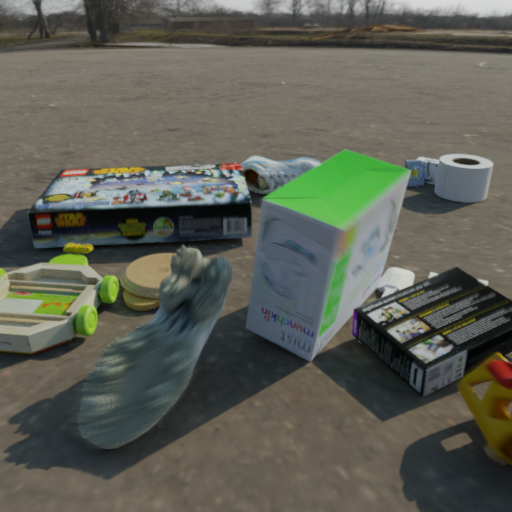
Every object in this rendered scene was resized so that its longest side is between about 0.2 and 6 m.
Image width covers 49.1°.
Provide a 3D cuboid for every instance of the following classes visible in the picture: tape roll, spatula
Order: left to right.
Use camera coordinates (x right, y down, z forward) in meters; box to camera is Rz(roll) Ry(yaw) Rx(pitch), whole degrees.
[{"bbox_3d":[2.700,0.901,9.196,1.803,0.208,2.593,13,33,23],"label":"spatula"},{"bbox_3d":[5.244,-1.978,14.203,1.304,0.895,1.304,0,26,0],"label":"tape roll"}]

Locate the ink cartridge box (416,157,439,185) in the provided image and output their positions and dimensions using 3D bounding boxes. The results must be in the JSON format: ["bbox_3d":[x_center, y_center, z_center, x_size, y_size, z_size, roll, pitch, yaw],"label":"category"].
[{"bbox_3d":[4.731,-2.281,15.138,0.849,0.618,0.360,17,31,31],"label":"ink cartridge box"}]

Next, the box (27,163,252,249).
[{"bbox_3d":[-2.420,-1.244,12.623,4.464,0.890,3.056,-3,24,-5],"label":"box"}]

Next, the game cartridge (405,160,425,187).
[{"bbox_3d":[4.233,-2.198,14.915,0.490,0.735,0.149,-3,-6,-11],"label":"game cartridge"}]

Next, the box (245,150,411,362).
[{"bbox_3d":[1.093,-0.111,8.615,1.255,2.290,2.595,24,35,25],"label":"box"}]

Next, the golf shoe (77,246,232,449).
[{"bbox_3d":[-1.174,1.318,7.410,1.129,1.402,2.883,26,59,12],"label":"golf shoe"}]

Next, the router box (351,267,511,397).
[{"bbox_3d":[2.716,1.016,8.200,2.108,0.538,1.572,-18,34,-22],"label":"router box"}]

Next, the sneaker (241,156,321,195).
[{"bbox_3d":[0.620,-1.950,14.260,2.520,0.964,1.018,6,33,28],"label":"sneaker"}]

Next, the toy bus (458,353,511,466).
[{"bbox_3d":[2.940,1.940,6.195,1.586,0.869,1.681,51,21,20],"label":"toy bus"}]

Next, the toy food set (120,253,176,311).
[{"bbox_3d":[-1.613,0.409,9.911,1.534,0.377,1.550,-8,28,-16],"label":"toy food set"}]

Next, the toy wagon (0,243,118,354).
[{"bbox_3d":[-3.451,0.613,9.308,2.206,0.563,2.843,4,26,7],"label":"toy wagon"}]
